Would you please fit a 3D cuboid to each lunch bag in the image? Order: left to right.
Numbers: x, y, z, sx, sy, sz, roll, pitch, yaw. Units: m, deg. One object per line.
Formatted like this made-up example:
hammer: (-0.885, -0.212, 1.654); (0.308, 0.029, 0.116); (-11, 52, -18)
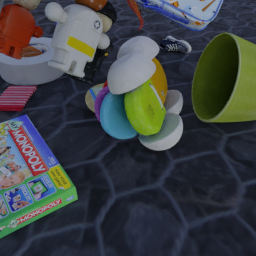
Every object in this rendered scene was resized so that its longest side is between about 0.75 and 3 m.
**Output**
lunch bag: (1.246, -3.581, 6.879); (2.371, 1.900, 0.896); (25, 2, -3)

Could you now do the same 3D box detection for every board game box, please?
board game box: (-2.685, 0.904, 6.185); (2.002, 0.433, 2.975); (-24, 44, -26)

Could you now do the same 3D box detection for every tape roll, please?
tape roll: (-3.424, -2.448, 10.056); (2.389, 0.789, 2.389); (0, 38, 0)

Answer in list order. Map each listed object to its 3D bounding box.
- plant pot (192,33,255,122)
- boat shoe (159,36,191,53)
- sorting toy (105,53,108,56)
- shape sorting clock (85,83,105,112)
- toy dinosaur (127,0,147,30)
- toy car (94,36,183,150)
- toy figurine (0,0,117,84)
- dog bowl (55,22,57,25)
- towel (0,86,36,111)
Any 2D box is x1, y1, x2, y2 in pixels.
plant pot: (3.363, -1.118, 7.561); (2.459, 2.301, 2.301); (9, 37, -13)
boat shoe: (1.872, -3.299, 11.436); (0.642, 0.517, 1.384); (-35, 47, -20)
sorting toy: (-1.432, -3.027, 11.019); (0.996, 0.591, 1.107); (-30, 45, -22)
shape sorting clock: (-0.485, -0.855, 8.451); (1.584, 0.311, 1.584); (2, 46, -2)
toy dinosaur: (0.160, -4.235, 8.899); (0.829, 1.433, 1.579); (-19, 66, 33)
toy car: (0.126, -0.735, 7.006); (2.018, 2.355, 2.691); (-19, 30, 23)
toy figurine: (-1.475, -2.034, 5.120); (2.554, 1.777, 2.514); (19, 4, -3)
dog bowl: (-2.041, -4.265, 11.897); (1.953, 0.769, 1.953); (-8, 23, 4)
towel: (-3.508, -0.938, 8.696); (0.978, 0.152, 1.353); (1, 37, 5)
